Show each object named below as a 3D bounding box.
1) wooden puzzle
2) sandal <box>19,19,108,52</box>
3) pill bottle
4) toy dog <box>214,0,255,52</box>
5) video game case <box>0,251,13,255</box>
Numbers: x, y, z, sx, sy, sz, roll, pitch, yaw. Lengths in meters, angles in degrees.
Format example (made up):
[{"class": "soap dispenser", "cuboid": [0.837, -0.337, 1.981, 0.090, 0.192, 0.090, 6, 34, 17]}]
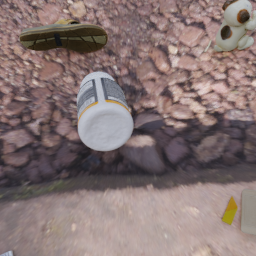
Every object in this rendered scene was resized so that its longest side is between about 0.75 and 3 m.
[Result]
[{"class": "wooden puzzle", "cuboid": [2.865, 1.821, 5.962, 1.525, 0.178, 1.029, 12, 60, 22]}, {"class": "sandal", "cuboid": [-1.713, -2.567, 7.593, 2.337, 0.939, 0.631, -4, 64, -9]}, {"class": "pill bottle", "cuboid": [-0.576, -0.465, 6.228, 1.120, 1.120, 1.925, -10, 34, -5]}, {"class": "toy dog", "cuboid": [2.852, -2.840, 7.576, 1.346, 1.388, 0.969, -27, 63, -6]}, {"class": "video game case", "cuboid": [-2.582, 2.999, 5.562, 0.741, 0.093, 0.813, -22, 66, -10]}]
